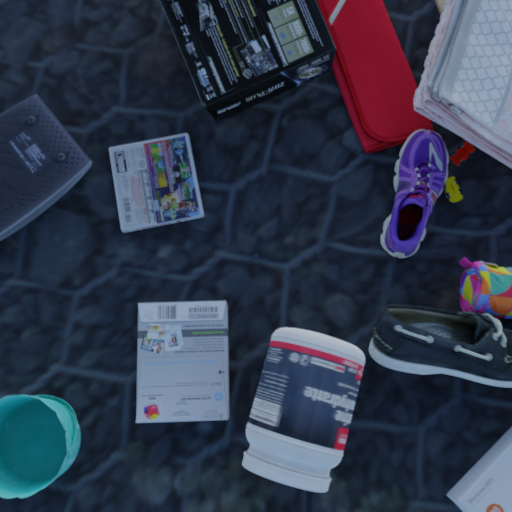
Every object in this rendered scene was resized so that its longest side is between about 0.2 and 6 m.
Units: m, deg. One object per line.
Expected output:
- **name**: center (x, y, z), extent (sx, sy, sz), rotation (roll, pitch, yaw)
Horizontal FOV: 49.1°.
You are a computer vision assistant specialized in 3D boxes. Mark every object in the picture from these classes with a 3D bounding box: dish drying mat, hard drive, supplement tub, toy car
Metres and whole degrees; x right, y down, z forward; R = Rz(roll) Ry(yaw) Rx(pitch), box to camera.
- **dish drying mat**: center (1.934, -3.440, 9.726), extent (1.277, 0.303, 3.325), rotation (-16, 77, -5)
- **hard drive**: center (-4.103, -1.247, 9.101), extent (2.586, 0.547, 1.744), rotation (-39, 80, -8)
- **supplement tub**: center (0.656, 2.109, 7.863), extent (1.389, 1.389, 1.979), rotation (15, 77, 3)
- **toy car**: center (3.023, -1.441, 9.285), extent (0.965, 0.229, 1.026), rotation (14, 87, 9)

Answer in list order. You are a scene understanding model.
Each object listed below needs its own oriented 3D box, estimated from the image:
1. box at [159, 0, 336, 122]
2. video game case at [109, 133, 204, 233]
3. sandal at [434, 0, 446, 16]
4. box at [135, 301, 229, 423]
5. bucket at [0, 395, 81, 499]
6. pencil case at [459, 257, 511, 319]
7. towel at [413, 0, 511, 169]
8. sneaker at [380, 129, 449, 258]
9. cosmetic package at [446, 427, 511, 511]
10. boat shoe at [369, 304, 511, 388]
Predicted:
- **box**: center (-0.273, -3.914, 8.987), extent (2.222, 1.168, 2.713), rotation (-23, 90, 4)
- **video game case**: center (-1.663, -1.222, 9.296), extent (1.363, 0.172, 1.496), rotation (-11, 76, -2)
- **sandal**: center (4.030, -3.992, 9.516), extent (1.066, 0.956, 2.907), rotation (-20, 78, -4)
- **box**: center (-1.109, 1.600, 8.549), extent (1.390, 0.367, 1.782), rotation (-2, 76, 0)
- **bucket**: center (-3.251, 2.667, 8.016), extent (1.437, 0.935, 1.437), rotation (0, 77, -1)
- **pencil case**: center (4.174, 0.549, 8.548), extent (2.069, 0.914, 0.914), rotation (6, 77, 0)
- **towel**: center (4.642, -3.238, 8.888), extent (3.862, 0.652, 4.044), rotation (24, 77, -17)
- **sneaker**: center (2.557, -0.987, 8.753), extent (0.847, 0.876, 2.100), rotation (13, 85, 7)
- **cosmetic package**: center (4.114, 3.353, 8.065), extent (2.136, 0.552, 1.610), rotation (-42, 78, -9)
- **boat shoe**: center (3.083, 1.242, 8.126), extent (2.791, 1.055, 0.842), rotation (3, 118, -7)
